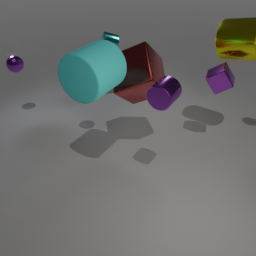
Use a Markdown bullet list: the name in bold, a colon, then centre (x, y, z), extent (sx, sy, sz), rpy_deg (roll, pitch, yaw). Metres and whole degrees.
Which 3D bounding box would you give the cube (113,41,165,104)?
- **cube**: centre (0.367, -1.792, 9.452), extent (1.400, 1.400, 1.400), rpy_deg (-15, -17, 25)

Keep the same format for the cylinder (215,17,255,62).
- **cylinder**: centre (3.928, -3.004, 9.533), extent (1.400, 1.400, 1.400), rpy_deg (16, 32, 41)

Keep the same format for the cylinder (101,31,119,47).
- **cylinder**: centre (-0.837, -3.978, 12.818), extent (0.700, 0.700, 0.700), rpy_deg (8, 26, -22)

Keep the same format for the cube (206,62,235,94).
- **cube**: centre (3.196, -1.718, 9.689), extent (0.700, 0.700, 0.700), rpy_deg (-22, 25, 36)

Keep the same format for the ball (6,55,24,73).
- **ball**: centre (-4.687, -2.656, 11.620), extent (0.700, 0.700, 0.700), rpy_deg (0, 30, 0)

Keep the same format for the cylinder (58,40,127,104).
- **cylinder**: centre (-0.968, -1.584, 7.797), extent (1.400, 1.400, 1.400), rpy_deg (16, 37, 26)

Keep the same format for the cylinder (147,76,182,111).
- **cylinder**: centre (0.951, -0.911, 7.332), extent (0.700, 0.700, 0.700), rpy_deg (18, 40, 28)
